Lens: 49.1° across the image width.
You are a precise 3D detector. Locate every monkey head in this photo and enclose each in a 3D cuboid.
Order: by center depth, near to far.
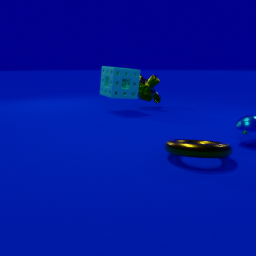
[{"bbox_3d":[0.890,-1.876,12.528,1.343,1.866,1.125,-40,5,25],"label":"monkey head"}]

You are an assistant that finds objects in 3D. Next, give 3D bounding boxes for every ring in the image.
[{"bbox_3d":[1.426,0.410,5.742,1.356,0.271,1.356,2,2,0],"label":"ring"}]

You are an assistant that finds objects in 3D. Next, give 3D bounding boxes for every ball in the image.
[{"bbox_3d":[2.932,0.055,6.721,0.727,0.727,0.727,0,13,0],"label":"ball"}]

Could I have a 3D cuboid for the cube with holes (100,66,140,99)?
[{"bbox_3d":[-0.342,-1.844,11.385,1.161,1.161,1.161,-1,14,-29],"label":"cube with holes"}]
